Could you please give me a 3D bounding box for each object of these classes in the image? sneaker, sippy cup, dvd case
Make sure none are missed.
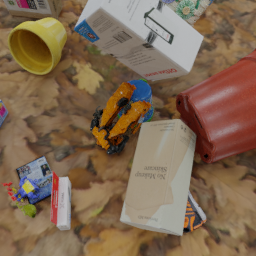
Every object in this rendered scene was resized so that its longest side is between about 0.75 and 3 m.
[{"bbox_3d":[1.329,2.099,7.658,0.895,0.619,1.597,-29,64,-17],"label":"sneaker"},{"bbox_3d":[0.258,-0.850,8.938,1.267,1.182,1.613,-15,57,-13],"label":"sippy cup"},{"bbox_3d":[-2.671,1.532,8.272,0.907,0.112,1.271,-27,64,-13],"label":"dvd case"}]

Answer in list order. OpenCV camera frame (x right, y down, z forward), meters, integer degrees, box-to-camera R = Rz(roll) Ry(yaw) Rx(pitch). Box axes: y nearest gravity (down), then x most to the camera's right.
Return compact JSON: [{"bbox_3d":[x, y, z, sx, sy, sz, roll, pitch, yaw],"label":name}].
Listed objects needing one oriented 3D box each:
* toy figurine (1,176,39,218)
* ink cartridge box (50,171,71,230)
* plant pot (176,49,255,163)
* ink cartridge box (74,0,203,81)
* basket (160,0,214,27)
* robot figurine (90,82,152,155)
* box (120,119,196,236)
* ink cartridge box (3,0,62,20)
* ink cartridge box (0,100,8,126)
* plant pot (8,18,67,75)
[{"bbox_3d":[-2.774,1.747,7.765,0.771,0.679,1.287,-42,68,-13],"label":"toy figurine"},{"bbox_3d":[-1.753,1.932,7.439,0.294,1.157,1.314,-4,61,-2],"label":"ink cartridge box"},{"bbox_3d":[3.115,-0.503,8.057,2.852,2.932,2.932,-23,63,-3],"label":"plant pot"},{"bbox_3d":[0.234,-2.312,6.889,2.566,1.873,1.082,28,80,-27],"label":"ink cartridge box"},{"bbox_3d":[0.835,-3.455,7.665,2.238,2.538,1.766,31,46,-29],"label":"basket"},{"bbox_3d":[-0.296,-0.214,8.394,0.625,2.146,1.556,-8,54,-50],"label":"robot figurine"},{"bbox_3d":[0.860,1.260,7.409,1.313,1.075,2.765,-7,60,39],"label":"box"},{"bbox_3d":[-3.925,-5.572,10.870,2.131,2.587,0.972,7,65,5],"label":"ink cartridge box"},{"bbox_3d":[-4.993,0.029,8.702,1.498,0.838,2.196,13,59,7],"label":"ink cartridge box"},{"bbox_3d":[-3.082,-3.102,10.096,1.768,1.768,1.663,15,45,8],"label":"plant pot"}]
